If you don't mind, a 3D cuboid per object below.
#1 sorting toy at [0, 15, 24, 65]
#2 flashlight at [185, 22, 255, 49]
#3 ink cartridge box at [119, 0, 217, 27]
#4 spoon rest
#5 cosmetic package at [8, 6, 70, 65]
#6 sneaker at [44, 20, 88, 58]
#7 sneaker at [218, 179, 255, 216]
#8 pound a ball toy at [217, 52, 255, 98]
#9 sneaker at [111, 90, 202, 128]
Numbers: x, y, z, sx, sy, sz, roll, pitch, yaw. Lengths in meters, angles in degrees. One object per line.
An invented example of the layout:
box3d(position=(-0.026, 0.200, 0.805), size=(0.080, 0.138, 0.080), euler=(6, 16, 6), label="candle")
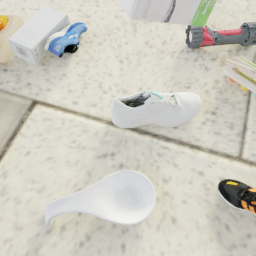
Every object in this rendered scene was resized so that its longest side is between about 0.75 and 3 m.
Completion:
box3d(position=(-5.143, -3.160, 9.631), size=(2.533, 0.462, 2.344), euler=(4, 59, 2), label="sorting toy")
box3d(position=(3.210, -3.197, 9.461), size=(2.450, 0.829, 0.832), euler=(-8, 44, -5), label="flashlight")
box3d(position=(0.847, -3.233, 6.654), size=(2.033, 0.854, 1.479), euler=(-4, 51, -24), label="ink cartridge box")
box3d(position=(-0.656, 1.749, 6.526), size=(2.665, 0.808, 1.324), euler=(-12, 60, -6), label="spoon rest")
box3d(position=(-2.941, -3.169, 9.494), size=(1.019, 0.742, 2.004), euler=(26, 61, 14), label="cosmetic package")
box3d(position=(-1.933, -2.932, 9.446), size=(0.823, 0.725, 1.846), euler=(43, 56, -7), label="sneaker")
box3d(position=(3.070, 1.709, 6.500), size=(1.930, 0.868, 0.675), euler=(33, 65, 18), label="sneaker")
box3d(position=(3.503, -1.519, 8.376), size=(1.790, 0.760, 1.167), euler=(40, 32, 21), label="pound a ball toy")
box3d(position=(0.844, -0.652, 7.731), size=(2.643, 1.169, 0.994), euler=(-10, 58, -6), label="sneaker")
